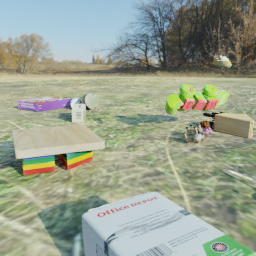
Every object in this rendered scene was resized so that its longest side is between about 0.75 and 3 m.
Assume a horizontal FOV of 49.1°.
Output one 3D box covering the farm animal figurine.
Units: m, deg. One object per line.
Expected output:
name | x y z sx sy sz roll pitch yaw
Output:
farm animal figurine | 2.249 0.226 8.894 0.917 0.571 1.135 -15 11 20

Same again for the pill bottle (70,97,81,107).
pill bottle | -2.877 -1.350 15.392 0.585 0.585 1.006 -2 14 -9

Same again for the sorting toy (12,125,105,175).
sorting toy | -1.830 0.514 7.143 1.979 0.693 1.991 -5 14 -23

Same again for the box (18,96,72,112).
box | -4.558 -1.375 15.643 1.713 0.490 2.504 9 16 33

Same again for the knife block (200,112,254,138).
knife block | 3.541 -0.176 10.298 1.677 0.611 1.910 2 14 11

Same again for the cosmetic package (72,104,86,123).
cosmetic package | -2.158 -0.669 12.349 0.548 0.649 1.256 0 15 -8

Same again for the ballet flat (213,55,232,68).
ballet flat | 2.441 -1.750 7.323 0.297 0.272 0.864 -7 18 -5

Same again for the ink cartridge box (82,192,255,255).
ink cartridge box | 0.342 1.443 3.186 1.205 0.683 1.644 -8 15 -30

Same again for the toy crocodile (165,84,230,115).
toy crocodile | 2.598 -1.008 10.376 2.791 0.942 0.862 -4 47 -24

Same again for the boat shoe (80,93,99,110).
boat shoe | -2.205 -1.443 15.344 0.727 0.861 2.415 -2 6 7
